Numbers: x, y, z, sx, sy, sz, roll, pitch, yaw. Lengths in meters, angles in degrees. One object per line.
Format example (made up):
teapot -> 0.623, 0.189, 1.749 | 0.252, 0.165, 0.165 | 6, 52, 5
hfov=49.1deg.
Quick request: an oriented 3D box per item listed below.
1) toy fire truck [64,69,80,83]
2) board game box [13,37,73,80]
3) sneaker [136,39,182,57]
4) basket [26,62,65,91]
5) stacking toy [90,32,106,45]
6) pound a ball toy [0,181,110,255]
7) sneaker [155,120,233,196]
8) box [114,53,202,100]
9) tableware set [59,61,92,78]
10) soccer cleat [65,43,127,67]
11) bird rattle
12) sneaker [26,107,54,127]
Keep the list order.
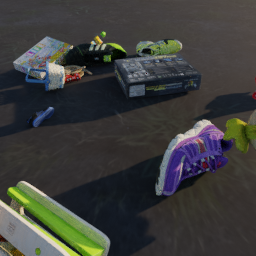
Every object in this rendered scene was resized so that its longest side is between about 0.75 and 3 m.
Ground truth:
toy fire truck -> -2.379, -2.111, 11.131 | 0.865, 0.211, 0.610 | -14, 73, -18
board game box -> -3.564, -3.028, 11.975 | 1.455, 0.370, 2.164 | 23, 54, 18
sneaker -> 1.458, -3.672, 13.273 | 2.169, 0.818, 0.829 | -4, 41, 13
basket -> -3.065, -1.928, 10.447 | 1.348, 0.938, 1.188 | 7, 31, -17
stacking toy -> -1.628, -3.821, 13.097 | 1.291, 0.402, 1.712 | -36, 17, 24
pound a ball toy -> -2.013, 1.841, 4.574 | 2.835, 1.204, 1.849 | 22, 5, 28
sneaker -> 1.661, 0.689, 6.634 | 1.179, 1.139, 2.826 | 31, 44, 28
box -> 1.072, -2.090, 10.911 | 2.866, 0.731, 2.260 | -9, 37, -12
tableware set -> -2.715, -2.672, 12.004 | 1.467, 0.445, 2.220 | -23, 41, -29
soccer cleat -> -1.366, -3.221, 12.387 | 2.842, 0.960, 1.152 | -18, 38, -29
bird rattle -> 3.427, -0.133, 6.613 | 1.183, 2.101, 1.713 | 20, 24, -44
sneaker -> -2.764, -0.408, 8.838 | 0.374, 0.337, 0.961 | 23, 42, 18
